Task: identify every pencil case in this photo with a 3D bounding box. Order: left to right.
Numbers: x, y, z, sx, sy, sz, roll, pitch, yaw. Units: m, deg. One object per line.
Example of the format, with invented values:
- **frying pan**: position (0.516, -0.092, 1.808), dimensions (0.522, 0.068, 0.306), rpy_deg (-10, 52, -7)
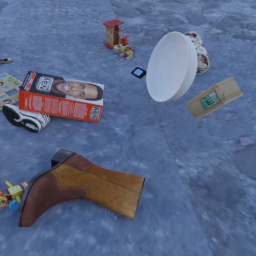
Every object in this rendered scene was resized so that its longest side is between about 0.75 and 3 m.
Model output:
- **pencil case**: position (2.915, -3.459, 12.656), dimensions (1.140, 0.992, 2.550), rpy_deg (15, 40, -10)

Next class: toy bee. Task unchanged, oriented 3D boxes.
- **toy bee**: position (-2.850, 1.685, 6.781), dimensions (0.895, 0.743, 1.367), rpy_deg (20, 44, 20)

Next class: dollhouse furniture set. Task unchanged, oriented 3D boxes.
- **dollhouse furniture set**: position (-0.295, -4.299, 13.514), dimensions (0.899, 1.190, 2.212), rpy_deg (-24, 45, -25)

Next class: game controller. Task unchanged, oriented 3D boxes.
- **game controller**: position (0.400, -2.065, 10.474), dimensions (0.395, 0.160, 0.758), rpy_deg (-37, 37, -9)

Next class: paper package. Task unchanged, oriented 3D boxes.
- **paper package**: position (2.217, -0.748, 7.208), dimensions (1.002, 1.051, 0.544), rpy_deg (-25, 83, -36)

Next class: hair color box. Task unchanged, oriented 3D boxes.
- **hair color box**: position (-2.197, -1.067, 9.531), dimensions (2.646, 0.810, 1.343), rpy_deg (9, 39, -12)

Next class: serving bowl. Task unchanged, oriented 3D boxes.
- **serving bowl**: position (1.484, -1.882, 9.020), dimensions (0.732, 2.227, 2.227), rpy_deg (7, 34, -29)

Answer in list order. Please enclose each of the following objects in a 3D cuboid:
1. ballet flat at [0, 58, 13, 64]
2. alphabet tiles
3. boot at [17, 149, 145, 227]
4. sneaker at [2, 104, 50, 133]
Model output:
- **ballet flat**: position (-5.759, -3.063, 12.799), dimensions (0.929, 0.215, 0.313), rpy_deg (-15, 43, -18)
- **alphabet tiles**: position (-5.290, -1.226, 10.714), dimensions (2.314, 0.104, 2.769), rpy_deg (28, 47, 29)
- **boot**: position (-1.049, 1.767, 6.872), dimensions (2.553, 0.874, 2.403), rpy_deg (19, 36, 11)
- **sneaker**: position (-3.382, -0.456, 9.531), dimensions (1.666, 0.629, 0.959), rpy_deg (25, 37, 16)
